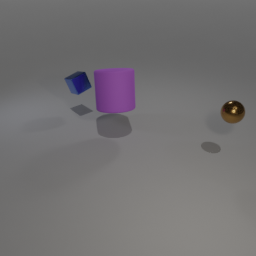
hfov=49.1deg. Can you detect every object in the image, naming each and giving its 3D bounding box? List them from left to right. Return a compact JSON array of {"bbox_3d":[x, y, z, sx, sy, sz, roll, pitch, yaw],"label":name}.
[{"bbox_3d":[-2.039,-1.845,11.441,0.700,0.700,0.700,-35,30,-24],"label":"cube"},{"bbox_3d":[-0.456,-1.345,9.839,1.400,1.400,1.400,-2,16,1],"label":"cylinder"},{"bbox_3d":[3.134,-0.477,8.380,0.700,0.700,0.700,0,29,0],"label":"ball"}]
